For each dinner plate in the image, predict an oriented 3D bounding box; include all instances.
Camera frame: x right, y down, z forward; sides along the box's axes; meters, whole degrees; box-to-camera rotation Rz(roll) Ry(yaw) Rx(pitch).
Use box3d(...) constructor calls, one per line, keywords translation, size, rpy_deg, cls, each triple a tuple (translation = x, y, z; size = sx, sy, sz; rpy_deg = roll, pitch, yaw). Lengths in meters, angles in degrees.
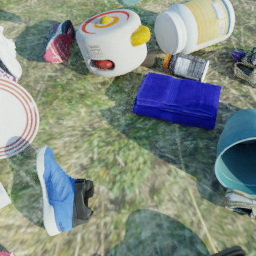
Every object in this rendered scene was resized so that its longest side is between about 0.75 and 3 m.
box3d(translation=(-4.259, -0.351, 8.929), size=(2.755, 0.334, 2.755), rpy_deg=(12, 69, -32), cls="dinner plate")

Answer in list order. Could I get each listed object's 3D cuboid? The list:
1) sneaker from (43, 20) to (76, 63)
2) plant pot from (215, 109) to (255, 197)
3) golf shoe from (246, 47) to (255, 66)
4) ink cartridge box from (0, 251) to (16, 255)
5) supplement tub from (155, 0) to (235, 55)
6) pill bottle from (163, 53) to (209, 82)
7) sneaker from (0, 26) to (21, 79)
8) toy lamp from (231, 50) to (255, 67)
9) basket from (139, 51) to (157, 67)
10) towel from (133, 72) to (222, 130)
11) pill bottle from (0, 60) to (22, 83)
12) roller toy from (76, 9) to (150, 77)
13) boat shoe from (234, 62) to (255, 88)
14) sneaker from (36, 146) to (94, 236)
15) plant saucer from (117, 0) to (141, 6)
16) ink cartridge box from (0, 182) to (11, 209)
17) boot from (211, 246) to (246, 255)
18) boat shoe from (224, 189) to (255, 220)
box3d(translation=(-3.040, -3.626, 11.980), size=(1.001, 1.081, 2.681), rpy_deg=(-6, 43, 15), cls="sneaker")
box3d(translation=(3.560, 0.528, 8.078), size=(2.094, 2.094, 1.967), rpy_deg=(10, 37, 8), cls="plant pot")
box3d(translation=(5.744, -2.606, 10.944), size=(2.328, 0.905, 1.100), rpy_deg=(-12, 43, -27), cls="golf shoe")
box3d(translation=(-3.462, 3.250, 6.002), size=(2.239, 1.625, 0.934), rpy_deg=(4, 49, 3), cls="ink cartridge box")
box3d(translation=(2.761, -4.307, 11.776), size=(2.815, 2.037, 2.037), rpy_deg=(-23, 55, -19), cls="supplement tub")
box3d(translation=(2.259, -2.449, 11.041), size=(1.660, 0.882, 0.882), rpy_deg=(20, 54, 15), cls="pill bottle")
box3d(translation=(-2.759, -1.703, 6.357), size=(0.477, 1.281, 0.558), rpy_deg=(21, 55, 36), cls="sneaker")
box3d(translation=(5.020, -2.582, 11.403), size=(0.533, 0.533, 1.833), rpy_deg=(-31, 59, -23), cls="toy lamp")
box3d(translation=(0.771, -2.819, 11.568), size=(0.802, 0.546, 0.723), rpy_deg=(-3, 74, 3), cls="basket")
box3d(translation=(1.813, -1.110, 10.068), size=(2.924, 0.724, 2.159), rpy_deg=(13, 53, 10), cls="towel")
box3d(translation=(-4.915, -1.493, 9.942), size=(1.402, 1.402, 2.497), rpy_deg=(8, 53, 6), cls="pill bottle")
box3d(translation=(-0.621, -3.340, 10.757), size=(2.483, 1.902, 2.722), rpy_deg=(-26, 42, -8), cls="roller toy")
box3d(translation=(4.879, -2.025, 10.782), size=(1.723, 0.560, 0.622), rpy_deg=(38, 89, 29), cls="boat shoe")
box3d(translation=(-1.674, 1.518, 7.784), size=(1.412, 0.974, 2.538), rpy_deg=(-15, 57, -5), cls="sneaker")
box3d(translation=(0.130, -4.266, 8.814), size=(1.039, 1.039, 0.187), rpy_deg=(-16, 60, -13), cls="plant saucer")
box3d(translation=(-4.320, 1.590, 7.963), size=(1.111, 0.654, 1.929), rpy_deg=(-32, 58, -23), cls="ink cartridge box")
box3d(translation=(1.990, 3.928, 5.862), size=(2.534, 0.953, 1.894), rpy_deg=(-32, 51, -11), cls="boot")
box3d(translation=(3.423, 2.197, 7.570), size=(1.601, 0.598, 0.548), rpy_deg=(15, 56, 23), cls="boat shoe")
